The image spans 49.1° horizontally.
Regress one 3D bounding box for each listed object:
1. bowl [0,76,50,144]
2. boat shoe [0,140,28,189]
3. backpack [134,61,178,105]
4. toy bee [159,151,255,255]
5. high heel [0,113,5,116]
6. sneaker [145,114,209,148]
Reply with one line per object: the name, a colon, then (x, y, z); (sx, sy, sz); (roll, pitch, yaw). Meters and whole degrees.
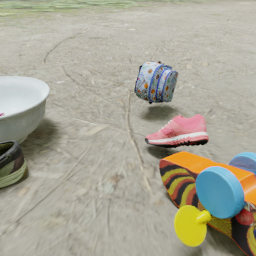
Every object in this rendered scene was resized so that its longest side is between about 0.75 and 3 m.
bowl: (-3.045, -0.270, 6.538); (2.559, 1.150, 2.559); (-1, 29, 0)
boat shoe: (-3.106, 0.829, 4.912); (2.541, 0.835, 0.908); (-17, 34, -28)
backpack: (0.740, -1.202, 7.565); (0.983, 1.276, 1.215); (16, 13, 34)
toy bee: (1.546, 1.222, 3.881); (1.929, 1.602, 2.947); (-12, 6, -11)
high heel: (-3.346, -0.107, 6.665); (0.499, 0.350, 1.038); (14, 31, -3)
sneaker: (1.016, 0.068, 5.941); (1.507, 0.654, 0.555); (-9, -17, 42)
